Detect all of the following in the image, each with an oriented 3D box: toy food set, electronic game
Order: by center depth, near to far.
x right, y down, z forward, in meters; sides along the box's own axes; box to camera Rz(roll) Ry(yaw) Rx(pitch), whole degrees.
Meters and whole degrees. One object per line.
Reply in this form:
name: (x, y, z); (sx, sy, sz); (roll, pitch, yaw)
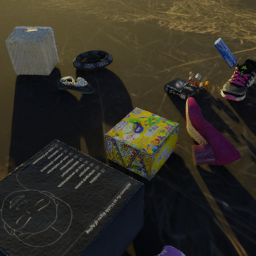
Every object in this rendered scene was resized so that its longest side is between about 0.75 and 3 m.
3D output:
toy food set: (2.864, -1.881, 11.475); (0.946, 0.452, 0.426); (32, 40, -11)
electronic game: (-1.647, -3.172, 13.139); (1.898, 0.395, 1.898); (-4, 37, 3)

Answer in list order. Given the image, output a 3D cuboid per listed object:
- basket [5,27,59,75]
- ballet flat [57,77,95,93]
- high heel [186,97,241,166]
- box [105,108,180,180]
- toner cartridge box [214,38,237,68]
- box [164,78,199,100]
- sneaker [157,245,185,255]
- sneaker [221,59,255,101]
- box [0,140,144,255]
basket: (-4.188, -3.404, 12.392); (1.725, 1.740, 1.400); (2, 41, 3)
ballet flat: (-2.142, -1.779, 11.319); (1.648, 0.602, 0.602); (10, 40, 12)
high heel: (2.562, 0.017, 8.824); (1.306, 0.916, 2.716); (-6, 53, 8)
box: (0.441, 0.393, 8.309); (1.564, 0.990, 1.624); (24, 46, 27)
toner cartridge box: (2.847, -2.181, 8.159); (0.855, 0.185, 0.406); (49, 36, -11)
box: (2.164, -1.589, 11.334); (1.115, 0.243, 0.894); (32, 49, 33)
sneaker: (0.601, 2.816, 5.834); (1.309, 0.475, 0.746); (7, 33, -2)
sneaker: (4.488, -1.995, 11.134); (0.941, 1.116, 2.551); (26, 46, 28)
box: (-1.401, 1.930, 5.888); (2.568, 1.619, 2.612); (21, 44, 29)
